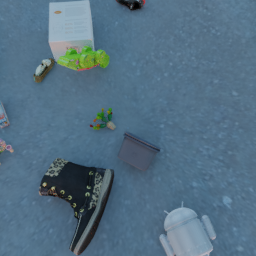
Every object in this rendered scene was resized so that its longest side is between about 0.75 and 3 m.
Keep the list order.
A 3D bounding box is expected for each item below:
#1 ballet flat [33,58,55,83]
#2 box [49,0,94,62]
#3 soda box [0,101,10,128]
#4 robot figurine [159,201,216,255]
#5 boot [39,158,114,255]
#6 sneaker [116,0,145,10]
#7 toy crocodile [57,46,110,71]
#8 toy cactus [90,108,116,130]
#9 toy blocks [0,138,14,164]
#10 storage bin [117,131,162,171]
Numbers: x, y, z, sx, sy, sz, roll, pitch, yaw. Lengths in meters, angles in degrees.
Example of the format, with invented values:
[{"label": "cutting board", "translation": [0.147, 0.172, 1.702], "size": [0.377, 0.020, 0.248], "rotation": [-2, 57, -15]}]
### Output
[{"label": "ballet flat", "translation": [-3.629, -2.583, 12.008], "size": [0.484, 0.516, 1.426], "rotation": [23, 65, 13]}, {"label": "box", "translation": [-2.478, -4.334, 12.466], "size": [1.801, 1.258, 2.365], "rotation": [-5, 63, -3]}, {"label": "soda box", "translation": [-5.061, -0.581, 11.069], "size": [0.365, 0.393, 1.148], "rotation": [-25, 66, -12]}, {"label": "robot figurine", "translation": [1.849, 3.354, 8.677], "size": [1.690, 1.125, 1.993], "rotation": [-27, 65, 3]}, {"label": "boot", "translation": [-1.860, 2.384, 9.198], "size": [2.190, 1.064, 2.909], "rotation": [17, 61, 7]}, {"label": "sneaker", "translation": [0.075, -6.204, 13.817], "size": [1.506, 0.532, 0.736], "rotation": [11, 62, 4]}, {"label": "toy crocodile", "translation": [-1.683, -2.688, 11.117], "size": [0.935, 0.855, 2.769], "rotation": [20, 28, 20]}, {"label": "toy cactus", "translation": [-0.885, -0.244, 10.920], "size": [0.906, 0.561, 1.098], "rotation": [40, 66, -2]}, {"label": "toy blocks", "translation": [-4.865, 0.740, 10.190], "size": [0.929, 0.782, 0.869], "rotation": [33, 68, 15]}, {"label": "storage bin", "translation": [0.359, 0.856, 10.115], "size": [1.439, 1.047, 0.967], "rotation": [27, 94, 13]}]
